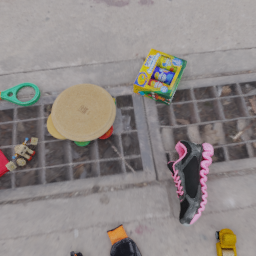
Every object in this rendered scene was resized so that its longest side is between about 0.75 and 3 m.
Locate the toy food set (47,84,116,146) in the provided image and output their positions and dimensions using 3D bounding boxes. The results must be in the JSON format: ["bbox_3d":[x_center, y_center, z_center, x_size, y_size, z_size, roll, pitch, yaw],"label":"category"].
[{"bbox_3d":[-1.655,-0.551,10.634,2.500,0.614,2.525,16,67,7],"label":"toy food set"}]

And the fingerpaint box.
[{"bbox_3d":[1.294,-2.085,11.269,1.588,0.698,1.904,23,68,10],"label":"fingerpaint box"}]

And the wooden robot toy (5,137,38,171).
[{"bbox_3d":[-3.867,0.898,10.148,0.658,0.639,1.451,10,61,43],"label":"wooden robot toy"}]

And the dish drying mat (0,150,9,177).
[{"bbox_3d":[-5.514,0.704,10.263,1.134,0.269,2.953,-39,71,-17],"label":"dish drying mat"}]

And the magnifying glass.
[{"bbox_3d":[-4.786,-1.320,11.171,2.519,0.282,1.002,-4,66,-1],"label":"magnifying glass"}]

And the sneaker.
[{"bbox_3d":[1.882,1.688,9.258,1.414,1.171,2.964,20,60,-5],"label":"sneaker"}]

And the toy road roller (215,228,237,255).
[{"bbox_3d":[3.110,3.622,8.751,0.562,0.667,0.914,1,66,1],"label":"toy road roller"}]

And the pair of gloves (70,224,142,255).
[{"bbox_3d":[-0.639,4.396,8.631,2.319,0.287,2.066,-26,67,-14],"label":"pair of gloves"}]
